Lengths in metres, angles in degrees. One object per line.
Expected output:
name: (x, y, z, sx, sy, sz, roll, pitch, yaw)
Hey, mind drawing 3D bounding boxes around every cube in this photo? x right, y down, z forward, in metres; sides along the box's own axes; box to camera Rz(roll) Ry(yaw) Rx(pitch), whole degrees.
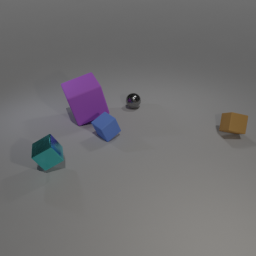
cube: (-2.510, 0.757, 8.756, 0.700, 0.700, 0.700, -29, 38, 6)
cube: (-1.768, -1.212, 11.590, 1.400, 1.400, 1.400, -23, 40, -9)
cube: (-0.815, -0.049, 10.515, 0.700, 0.700, 0.700, -40, 45, -18)
cube: (3.968, -0.174, 10.547, 0.700, 0.700, 0.700, 11, -3, -12)

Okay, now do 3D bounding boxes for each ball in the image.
ball: (0.244, -1.243, 12.784, 0.700, 0.700, 0.700, 0, 30, 0)
